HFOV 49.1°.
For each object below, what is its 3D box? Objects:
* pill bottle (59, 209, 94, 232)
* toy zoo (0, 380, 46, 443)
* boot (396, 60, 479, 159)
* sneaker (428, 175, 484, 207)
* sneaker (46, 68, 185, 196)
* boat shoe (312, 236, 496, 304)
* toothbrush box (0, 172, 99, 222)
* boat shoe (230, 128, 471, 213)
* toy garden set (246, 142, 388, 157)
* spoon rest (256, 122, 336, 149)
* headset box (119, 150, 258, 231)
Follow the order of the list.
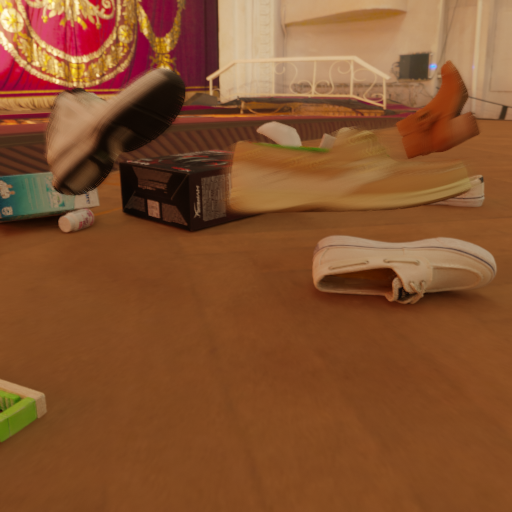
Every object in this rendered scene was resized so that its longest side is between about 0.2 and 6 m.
[{"bbox_3d":[-4.066,-0.792,12.665,0.423,0.423,0.747,8,20,24],"label":"pill bottle"},{"bbox_3d":[-3.426,1.754,5.078,1.619,0.253,2.468,9,20,24],"label":"toy zoo"},{"bbox_3d":[3.331,-2.734,10.604,1.351,1.741,0.667,-18,-18,30],"label":"boot"},{"bbox_3d":[4.870,-1.889,15.255,2.558,0.906,0.934,3,18,10],"label":"sneaker"},{"bbox_3d":[-2.791,-2.689,10.121,3.176,1.827,1.198,-34,-22,22],"label":"sneaker"},{"bbox_3d":[2.264,0.322,8.703,2.814,0.998,0.982,6,46,7],"label":"boat shoe"},{"bbox_3d":[-5.026,-1.405,13.129,2.205,0.940,1.614,-13,5,-33],"label":"toothbrush box"},{"bbox_3d":[1.067,-1.043,6.685,2.863,0.950,1.060,-2,11,7],"label":"boat shoe"},{"bbox_3d":[0.818,-1.688,9.878,2.319,0.463,1.933,-4,15,-37],"label":"toy garden set"},{"bbox_3d":[0.905,-2.714,13.437,1.156,0.705,2.326,12,10,-41],"label":"spoon rest"},{"bbox_3d":[-1.181,-1.832,14.304,2.718,1.372,3.657,16,24,41],"label":"headset box"}]
